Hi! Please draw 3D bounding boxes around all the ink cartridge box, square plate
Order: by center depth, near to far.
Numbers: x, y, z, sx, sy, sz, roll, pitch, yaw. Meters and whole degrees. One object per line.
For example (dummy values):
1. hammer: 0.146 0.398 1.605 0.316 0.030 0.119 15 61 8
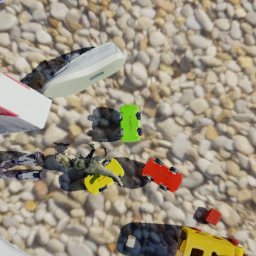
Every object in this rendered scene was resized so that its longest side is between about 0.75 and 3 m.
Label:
1. ink cartridge box: -3.366 -0.547 7.503 2.114 1.535 0.881 -7 62 39
2. square plate: -3.604 3.907 7.975 1.325 0.188 1.313 30 81 5

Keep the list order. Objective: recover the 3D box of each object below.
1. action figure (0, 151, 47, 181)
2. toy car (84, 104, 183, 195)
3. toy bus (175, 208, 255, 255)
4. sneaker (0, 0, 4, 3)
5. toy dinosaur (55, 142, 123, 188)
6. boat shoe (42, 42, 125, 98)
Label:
1. action figure: -3.603 1.225 8.144 2.329 0.808 1.515 -9 87 2
2. toy car: 0.124 0.618 8.277 2.778 0.619 2.614 -3 78 4
3. toy bus: 2.386 3.505 7.547 2.255 1.165 2.128 -29 82 -4
4. sneaker: -4.445 -4.053 9.189 0.829 0.456 1.132 -21 76 1
5. toy dinosaur: -0.966 0.905 7.816 2.062 0.489 0.909 16 79 15
6. boat shoe: -1.442 -1.837 8.659 2.708 0.945 0.964 -27 71 -9
